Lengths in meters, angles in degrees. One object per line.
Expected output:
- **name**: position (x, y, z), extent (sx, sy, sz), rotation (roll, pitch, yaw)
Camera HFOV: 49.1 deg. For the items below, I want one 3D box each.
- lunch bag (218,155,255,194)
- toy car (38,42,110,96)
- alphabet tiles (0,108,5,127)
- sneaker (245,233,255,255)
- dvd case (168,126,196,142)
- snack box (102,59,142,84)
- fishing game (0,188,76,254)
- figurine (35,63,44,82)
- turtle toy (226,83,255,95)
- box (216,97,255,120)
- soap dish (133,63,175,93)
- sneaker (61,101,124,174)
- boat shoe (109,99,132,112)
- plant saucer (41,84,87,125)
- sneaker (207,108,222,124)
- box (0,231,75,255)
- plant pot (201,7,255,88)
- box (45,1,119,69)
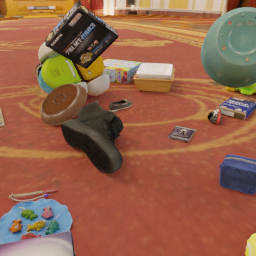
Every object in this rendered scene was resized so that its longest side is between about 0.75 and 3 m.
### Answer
- **lunch bag**: position (2.349, 0.942, 5.932), extent (0.875, 0.594, 0.579), rotation (13, 28, 28)
- **toy car**: position (-2.243, -2.074, 10.773), extent (2.022, 2.359, 2.696), rotation (-24, 5, 46)
- **alphabet tiles**: position (-4.974, -0.198, 8.869), extent (1.880, 0.071, 1.571), rotation (-13, 29, -24)
- **sneaker**: position (2.930, 1.612, 3.802), extent (2.398, 1.260, 0.908), rotation (1, 26, 3)
- **dvd case**: position (1.573, 0.163, 8.127), extent (0.601, 0.065, 0.808), rotation (12, 29, 23)
- **snack box**: position (-0.537, -2.749, 13.376), extent (1.975, 0.668, 1.665), rotation (14, 30, 24)
- **fishing game**: position (-1.656, 1.626, 4.918), extent (1.322, 0.287, 1.846), rotation (-6, 26, -17)
- **figurine**: position (-2.787, -2.690, 13.082), extent (2.300, 0.990, 2.244), rotation (3, 22, 4)
- **turtle toy**: position (4.933, -2.037, 11.296), extent (1.754, 1.217, 2.407), rotation (12, 29, 23)
- **box**: position (3.876, -0.751, 9.789), extent (0.979, 0.262, 1.617), rotation (20, 31, 35)
- **soap dish**: position (1.163, -2.190, 12.069), extent (1.595, 0.823, 2.027), rotation (5, 27, 9)
- **sneaker**: position (-0.664, 0.078, 7.340), extent (1.557, 0.896, 2.984), rotation (-24, 31, -31)
- **boat shoe**: position (-0.235, -0.865, 9.941), extent (0.367, 0.313, 1.099), rotation (23, 34, 39)
- **plant saucer**: position (-2.126, -0.840, 8.946), extent (1.708, 0.294, 1.708), rotation (-15, 49, 18)
- **sneaker**: position (2.781, -0.413, 9.013), extent (0.435, 0.315, 0.891), rotation (8, 29, 12)
- **box**: position (-1.341, 2.185, 2.862), extent (1.756, 1.082, 1.741), rotation (-7, 26, -14)
- **plant pot**: position (2.300, -1.666, 5.690), extent (1.599, 1.599, 1.283), rotation (7, 5, 14)
- **box**: position (-0.912, -1.787, 5.575), extent (1.048, 1.056, 0.262), rotation (23, 40, -45)
